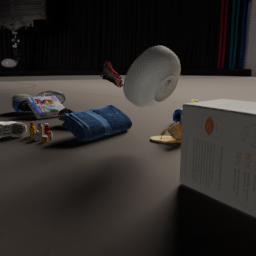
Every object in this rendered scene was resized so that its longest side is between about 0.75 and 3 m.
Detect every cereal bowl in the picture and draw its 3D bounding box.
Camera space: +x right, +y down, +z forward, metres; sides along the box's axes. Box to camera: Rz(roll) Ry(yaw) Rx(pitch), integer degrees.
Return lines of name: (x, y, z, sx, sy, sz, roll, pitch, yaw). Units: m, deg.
cereal bowl: (0.794, -1.272, 7.751, 1.846, 1.846, 0.769, -13, 47, -43)

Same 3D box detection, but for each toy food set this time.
toy food set: (-2.675, 0.092, 8.673, 0.494, 0.465, 1.034, -10, 17, -37)

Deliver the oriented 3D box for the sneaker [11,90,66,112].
sneaker: (-4.204, -1.138, 13.300, 2.542, 0.979, 1.083, -12, 26, -17)

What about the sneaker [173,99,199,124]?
sneaker: (2.305, -0.675, 11.128, 1.152, 0.831, 2.194, 0, 14, 1)

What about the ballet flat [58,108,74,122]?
ballet flat: (-1.716, -0.352, 10.236, 2.068, 0.479, 0.697, 16, 15, 28)

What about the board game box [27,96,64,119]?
board game box: (-3.590, -0.949, 12.376, 1.314, 0.271, 1.317, -11, 42, -38)

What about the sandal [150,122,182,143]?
sandal: (1.566, 0.120, 8.224, 1.875, 0.617, 0.687, 6, 15, 25)

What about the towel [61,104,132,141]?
towel: (-0.945, -0.209, 9.185, 1.251, 0.544, 2.240, 34, 30, 31)

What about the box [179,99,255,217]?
box: (2.234, 0.458, 4.643, 1.256, 1.603, 2.576, -10, 16, -35)

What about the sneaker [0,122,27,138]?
sneaker: (-4.014, 0.036, 8.996, 1.436, 0.559, 0.713, 5, 4, -20)

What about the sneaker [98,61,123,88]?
sneaker: (-0.583, -1.662, 9.009, 0.532, 1.088, 0.385, -29, -21, -16)
